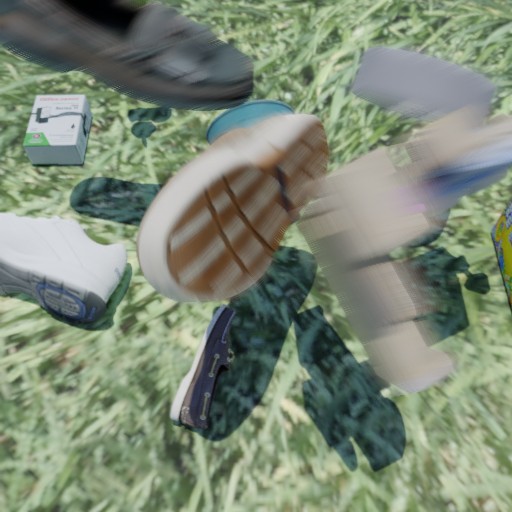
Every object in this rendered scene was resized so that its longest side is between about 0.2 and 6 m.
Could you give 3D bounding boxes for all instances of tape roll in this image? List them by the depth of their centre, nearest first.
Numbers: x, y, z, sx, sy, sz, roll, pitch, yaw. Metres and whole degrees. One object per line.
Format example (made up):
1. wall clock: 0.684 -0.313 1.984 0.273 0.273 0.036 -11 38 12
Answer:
1. tape roll: 2.210 -2.201 7.482 1.780 1.780 0.588 20 103 13

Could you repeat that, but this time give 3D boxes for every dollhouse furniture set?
1. dollhouse furniture set: 2.244 -0.309 5.366 3.020 2.851 1.971 -29 87 -3

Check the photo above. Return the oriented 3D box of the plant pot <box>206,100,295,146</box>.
1. plant pot: 0.071 -1.447 8.884 1.483 1.483 1.394 -12 73 -7

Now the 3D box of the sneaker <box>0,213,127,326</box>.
1. sneaker: -3.300 -0.057 8.271 3.019 1.125 1.315 24 48 7

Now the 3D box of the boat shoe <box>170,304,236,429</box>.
1. boat shoe: -0.584 1.444 7.438 0.499 0.602 1.677 20 63 7

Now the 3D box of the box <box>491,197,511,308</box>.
1. box: 4.881 0.164 7.751 2.353 1.436 2.267 0 56 0

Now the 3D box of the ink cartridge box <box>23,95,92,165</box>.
1. ink cartridge box: -3.458 -2.227 9.835 0.910 0.516 1.242 -2 57 -1

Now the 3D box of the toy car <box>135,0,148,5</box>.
1. toy car: -2.014 -3.487 8.718 0.820 0.854 1.040 -5 55 1

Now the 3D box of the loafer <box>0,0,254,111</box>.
1. loafer: -1.552 -2.645 6.752 3.250 1.022 1.168 13 54 -5

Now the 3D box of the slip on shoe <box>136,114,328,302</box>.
1. slip on shoe: -0.280 -0.647 5.745 1.028 1.290 3.393 4 33 27
